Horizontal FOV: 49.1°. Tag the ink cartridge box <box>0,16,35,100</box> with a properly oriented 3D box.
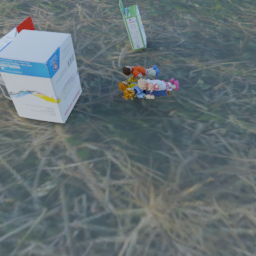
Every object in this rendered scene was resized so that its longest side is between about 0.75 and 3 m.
[{"bbox_3d":[-3.583,-2.369,9.535,0.662,1.886,2.321,23,56,20],"label":"ink cartridge box"}]

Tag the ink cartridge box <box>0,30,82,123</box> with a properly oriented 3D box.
[{"bbox_3d":[-2.593,-1.549,8.605,1.624,2.245,1.653,9,46,12],"label":"ink cartridge box"}]

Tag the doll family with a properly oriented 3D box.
[{"bbox_3d":[0.496,-1.288,9.035,1.474,1.070,2.375,-4,27,-18],"label":"doll family"}]

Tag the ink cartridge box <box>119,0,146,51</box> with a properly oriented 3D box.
[{"bbox_3d":[0.225,-4.344,11.507,0.597,2.012,1.045,-12,42,12],"label":"ink cartridge box"}]
